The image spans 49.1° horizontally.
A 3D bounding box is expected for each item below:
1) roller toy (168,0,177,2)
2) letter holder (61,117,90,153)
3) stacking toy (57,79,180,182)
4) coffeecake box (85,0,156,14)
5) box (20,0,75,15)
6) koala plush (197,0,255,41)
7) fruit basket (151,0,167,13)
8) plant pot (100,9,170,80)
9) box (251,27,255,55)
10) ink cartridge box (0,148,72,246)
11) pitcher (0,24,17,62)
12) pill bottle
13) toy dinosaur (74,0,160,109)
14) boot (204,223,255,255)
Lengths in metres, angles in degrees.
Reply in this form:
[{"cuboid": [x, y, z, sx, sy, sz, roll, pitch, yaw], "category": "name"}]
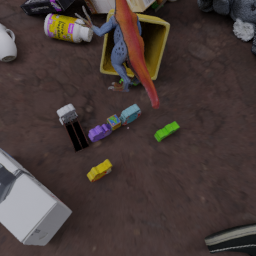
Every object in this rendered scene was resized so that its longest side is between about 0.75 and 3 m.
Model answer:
[{"cuboid": [1.542, -4.756, 9.555, 0.715, 0.784, 0.548, -9, 65, -29], "category": "roller toy"}, {"cuboid": [-1.410, 0.127, 7.502, 0.433, 0.612, 0.861, -23, 68, -10], "category": "letter holder"}, {"cuboid": [-0.312, -0.111, 7.649, 2.754, 0.647, 2.076, -29, 72, -14], "category": "stacking toy"}, {"cuboid": [0.034, -4.515, 8.623, 2.023, 0.963, 2.636, -47, 40, -17], "category": "coffeecake box"}, {"cuboid": [-2.285, -4.333, 8.949, 2.308, 0.417, 1.650, 18, 65, 41], "category": "box"}, {"cuboid": [3.544, -4.086, 8.885, 2.267, 2.084, 2.011, 35, 80, -8], "category": "koala plush"}, {"cuboid": [1.111, -4.426, 9.376, 0.395, 0.842, 0.780, 7, 59, -42], "category": "fruit basket"}, {"cuboid": [0.090, -2.521, 8.006, 1.610, 1.599, 1.647, 7, 34, -10], "category": "plant pot"}, {"cuboid": [4.698, -2.920, 8.139, 1.647, 1.619, 1.021, -3, 31, -2], "category": "box"}, {"cuboid": [-2.568, 1.425, 6.321, 2.398, 1.740, 1.004, 36, 71, 14], "category": "ink cartridge box"}, {"cuboid": [-3.778, -2.630, 8.691, 0.660, 0.934, 1.088, -22, 86, 26], "category": "pitcher"}, {"cuboid": [-1.849, -3.113, 8.832, 1.396, 0.728, 0.728, 13, 67, 6], "category": "pill bottle"}, {"cuboid": [0.127, -2.003, 5.868, 1.326, 2.292, 2.525, -26, 43, -38], "category": "toy dinosaur"}, {"cuboid": [3.323, 3.165, 5.954, 2.997, 1.082, 2.264, -6, 69, -2], "category": "boot"}]
